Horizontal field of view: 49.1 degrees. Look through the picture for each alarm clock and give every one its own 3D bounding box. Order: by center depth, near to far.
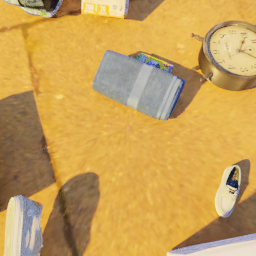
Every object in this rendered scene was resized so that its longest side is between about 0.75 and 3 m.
[{"bbox_3d":[3.386,-2.068,8.121,2.988,0.995,2.015,-4,66,0],"label":"alarm clock"}]

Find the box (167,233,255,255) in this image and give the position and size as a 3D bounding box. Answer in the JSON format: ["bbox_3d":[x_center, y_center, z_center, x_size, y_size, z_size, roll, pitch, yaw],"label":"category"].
[{"bbox_3d":[2.222,3.126,5.116,2.439,2.427,2.089,-9,67,-4],"label":"box"}]

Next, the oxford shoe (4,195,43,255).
[{"bbox_3d":[-2.224,2.764,5.966,0.751,0.978,2.602,10,78,-36],"label":"oxford shoe"}]

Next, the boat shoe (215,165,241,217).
[{"bbox_3d":[2.478,1.514,6.875,0.460,0.469,1.318,18,68,7],"label":"boat shoe"}]

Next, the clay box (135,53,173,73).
[{"bbox_3d":[0.667,-1.770,8.370,1.191,0.283,0.684,25,71,10],"label":"clay box"}]

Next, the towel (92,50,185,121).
[{"bbox_3d":[0.262,-1.198,7.881,2.398,0.582,1.339,25,89,9],"label":"towel"}]

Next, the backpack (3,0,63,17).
[{"bbox_3d":[-3.061,-4.611,8.892,2.095,1.540,1.917,16,69,5],"label":"backpack"}]

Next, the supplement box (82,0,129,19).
[{"bbox_3d":[-0.627,-4.607,8.553,1.401,2.224,0.818,9,26,5],"label":"supplement box"}]
